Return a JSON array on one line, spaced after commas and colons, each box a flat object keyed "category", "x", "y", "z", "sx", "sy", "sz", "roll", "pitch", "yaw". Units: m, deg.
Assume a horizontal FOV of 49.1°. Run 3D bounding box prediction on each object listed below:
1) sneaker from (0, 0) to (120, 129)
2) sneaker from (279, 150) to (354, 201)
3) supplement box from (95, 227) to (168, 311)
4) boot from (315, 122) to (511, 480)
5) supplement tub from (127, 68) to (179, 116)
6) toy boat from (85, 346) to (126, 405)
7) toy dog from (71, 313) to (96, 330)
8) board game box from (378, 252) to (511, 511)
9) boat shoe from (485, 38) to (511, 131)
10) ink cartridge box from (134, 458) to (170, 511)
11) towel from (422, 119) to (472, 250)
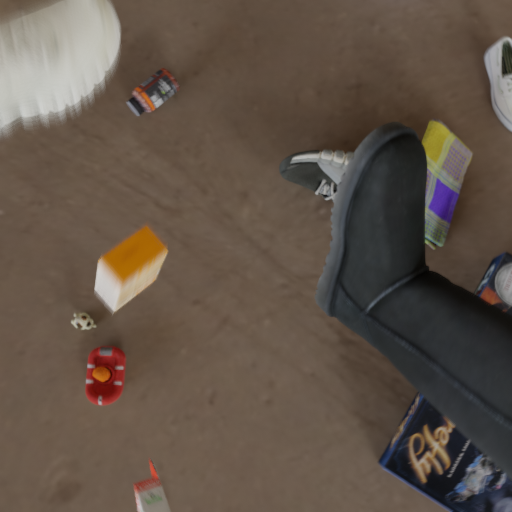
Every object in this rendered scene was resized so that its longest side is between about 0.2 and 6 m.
[{"category": "sneaker", "x": -3.174, "y": -2.338, "z": 7.088, "sx": 3.138, "sy": 1.272, "sz": 1.179, "roll": -30, "pitch": 86, "yaw": 3}, {"category": "sneaker", "x": 1.671, "y": -0.948, "z": 9.776, "sx": 2.628, "sy": 0.986, "sz": 1.518, "roll": 5, "pitch": 80, "yaw": 0}, {"category": "supplement box", "x": -1.822, "y": 0.219, "z": 8.074, "sx": 0.848, "sy": 1.345, "sz": 0.495, "roll": -40, "pitch": 86, "yaw": -25}, {"category": "boot", "x": 2.577, "y": 0.641, "z": 6.654, "sx": 1.282, "sy": 3.219, "sz": 3.906, "roll": -25, "pitch": 50, "yaw": -28}, {"category": "supplement tub", "x": -1.937, "y": -3.028, "z": 10.432, "sx": 0.949, "sy": 0.508, "sz": 0.508, "roll": -40, "pitch": 81, "yaw": -8}, {"category": "toy boat", "x": -2.542, "y": 1.987, "z": 9.313, "sx": 0.633, "sy": 0.634, "sz": 0.971, "roll": 2, "pitch": 78, "yaw": 0}, {"category": "toy dog", "x": -2.977, "y": 1.151, "z": 9.603, "sx": 0.399, "sy": 0.412, "sz": 0.287, "roll": 33, "pitch": 81, "yaw": 7}, {"category": "board game box", "x": 4.206, "y": 2.357, "z": 9.028, "sx": 2.748, "sy": 0.702, "sz": 4.056, "roll": 30, "pitch": 82, "yaw": 10}, {"category": "boat shoe", "x": 4.715, "y": -3.182, "z": 10.414, "sx": 0.654, "sy": 0.594, "sz": 1.778, "roll": -16, "pitch": 79, "yaw": -3}, {"category": "ink cartridge box", "x": -1.238, "y": 3.114, "z": 6.736, "sx": 0.324, "sy": 1.288, "sz": 0.702, "roll": -12, "pitch": 110, "yaw": -20}, {"category": "towel", "x": 3.154, "y": -1.247, "z": 9.761, "sx": 1.407, "sy": 0.223, "sz": 1.959, "roll": 31, "pitch": 77, "yaw": -38}]
